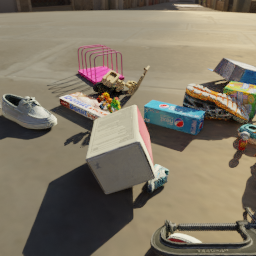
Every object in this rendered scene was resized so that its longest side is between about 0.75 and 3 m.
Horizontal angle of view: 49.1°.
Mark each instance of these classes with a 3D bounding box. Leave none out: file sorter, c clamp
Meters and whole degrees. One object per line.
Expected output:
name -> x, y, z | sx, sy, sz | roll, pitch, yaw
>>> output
file sorter -> -1.414, -3.263, 13.989 | 1.576, 1.423, 2.268 | -16, 32, -26
c clamp -> 1.490, 1.926, 5.082 | 2.233, 0.302, 1.908 | -2, 4, -1

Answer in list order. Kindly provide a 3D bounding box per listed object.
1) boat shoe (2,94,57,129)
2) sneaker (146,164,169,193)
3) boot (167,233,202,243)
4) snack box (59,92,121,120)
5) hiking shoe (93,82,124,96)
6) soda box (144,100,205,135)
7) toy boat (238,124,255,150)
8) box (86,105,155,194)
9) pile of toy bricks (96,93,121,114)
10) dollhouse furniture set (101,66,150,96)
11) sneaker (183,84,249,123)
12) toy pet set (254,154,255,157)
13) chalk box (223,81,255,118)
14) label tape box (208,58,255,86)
boat shoe -> -3.496, -0.635, 9.625 | 2.475, 0.881, 0.863 | 16, 32, 28
sneaker -> 0.728, 1.213, 6.710 | 0.431, 0.388, 0.999 | 13, 31, 17
boot -> 1.003, 2.388, 4.373 | 1.484, 0.537, 1.070 | 28, 40, 36
snack box -> -1.418, -0.781, 10.490 | 2.651, 0.322, 0.953 | 24, 37, 38
hiking shoe -> -0.838, -1.676, 11.980 | 1.340, 0.507, 0.674 | 0, 25, -3
soda box -> 1.526, -0.382, 9.431 | 1.940, 0.623, 0.658 | 16, 32, 27
toy boat -> 3.697, 0.227, 8.348 | 1.222, 0.568, 1.027 | -22, 36, -36
box -> -0.150, 0.453, 6.990 | 1.288, 1.097, 2.014 | -20, 26, 10
pile of toy bricks -> -0.480, -0.769, 9.344 | 0.665, 0.592, 1.199 | -23, 74, -49
dollhouse furniture set -> -0.092, -2.282, 11.860 | 1.451, 1.183, 1.380 | 30, 33, 0
sneaker -> 3.052, -0.715, 9.864 | 2.399, 0.926, 0.939 | 25, 35, 7
toy pet set -> 4.330, 1.095, 6.472 | 2.819, 1.497, 2.632 | 26, 3, 30
chalk box -> 4.344, -1.026, 10.286 | 1.540, 0.953, 0.958 | 16, 32, 29
label tape box -> 5.151, -2.525, 12.766 | 1.910, 0.838, 2.648 | 8, 25, -20
